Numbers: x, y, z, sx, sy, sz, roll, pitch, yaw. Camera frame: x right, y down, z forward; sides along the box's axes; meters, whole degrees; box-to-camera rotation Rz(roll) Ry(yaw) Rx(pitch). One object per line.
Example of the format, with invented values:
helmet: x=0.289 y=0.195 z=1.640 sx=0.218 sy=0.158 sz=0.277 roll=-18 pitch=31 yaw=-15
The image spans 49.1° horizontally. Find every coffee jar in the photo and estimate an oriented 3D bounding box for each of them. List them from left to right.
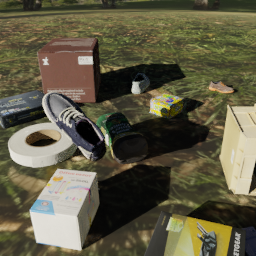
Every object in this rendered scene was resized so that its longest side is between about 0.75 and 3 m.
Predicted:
coffee jar: x=-0.223 y=0.296 z=9.093 sx=1.104 sy=0.903 sz=2.117 roll=-12 pitch=32 yaw=-20

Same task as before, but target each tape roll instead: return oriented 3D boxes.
tape roll: x=-2.777 y=0.494 z=9.259 sx=2.215 sy=0.405 sz=2.215 roll=0 pitch=28 yaw=0

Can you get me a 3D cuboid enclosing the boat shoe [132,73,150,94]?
boat shoe: x=0.667 y=-2.381 z=14.116 sx=0.708 sy=0.723 sz=2.029 roll=8 pitch=30 yaw=13

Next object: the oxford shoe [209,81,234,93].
oxford shoe: x=4.599 y=-2.024 z=13.768 sx=1.202 sy=0.438 sz=0.429 roll=16 pitch=33 yaw=26

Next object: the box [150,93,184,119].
box: x=1.601 y=-0.922 z=11.603 sx=0.970 sy=0.614 sz=1.007 roll=22 pitch=35 yaw=36

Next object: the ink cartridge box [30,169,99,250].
ink cartridge box: x=-1.328 y=1.720 z=6.403 sx=1.036 sy=1.010 sz=1.612 roll=5 pitch=30 yaw=9

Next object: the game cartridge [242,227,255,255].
game cartridge: x=2.447 y=2.627 z=5.546 sx=0.930 sy=0.275 sz=1.435 roll=-4 pitch=29 yaw=-10

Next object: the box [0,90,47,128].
box: x=-4.334 y=-0.842 z=11.497 sx=2.201 sy=0.562 sz=1.736 roll=-21 pitch=34 yaw=-32

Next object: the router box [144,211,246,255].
router box: x=1.120 y=2.620 z=4.995 sx=1.705 sy=0.566 sz=2.168 roll=6 pitch=33 yaw=22

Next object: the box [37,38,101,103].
box: x=-2.579 y=-2.781 z=13.160 sx=2.356 sy=2.332 sz=2.840 roll=0 pitch=29 yaw=0

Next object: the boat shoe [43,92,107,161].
boat shoe: x=-1.414 y=-0.239 z=7.384 sx=2.389 sy=1.108 sz=0.892 roll=45 pitch=71 yaw=9

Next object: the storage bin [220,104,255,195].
storage bin: x=3.206 y=0.552 z=7.655 sx=0.872 sy=1.860 sz=1.847 roll=2 pitch=29 yaw=6
